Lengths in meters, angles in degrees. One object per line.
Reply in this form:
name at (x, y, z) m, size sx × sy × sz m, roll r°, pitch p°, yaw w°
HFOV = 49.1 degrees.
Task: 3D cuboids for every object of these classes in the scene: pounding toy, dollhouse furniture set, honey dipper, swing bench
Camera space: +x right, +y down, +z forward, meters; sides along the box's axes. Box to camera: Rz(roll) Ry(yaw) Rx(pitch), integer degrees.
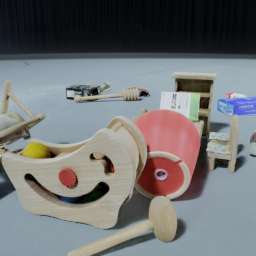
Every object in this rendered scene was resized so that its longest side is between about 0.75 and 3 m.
pounding toy at (-0.701, 0.793, 4.327) m, size 2.937 × 1.679 × 1.685 m, roll 5°, pitch 19°, yaw 16°
dollhouse furniture set at (1.594, -0.358, 7.443) m, size 2.456 × 1.862 × 2.802 m, roll 6°, pitch 19°, yaw 17°
honey dipper at (-0.985, -1.467, 12.874) m, size 2.935 × 0.557 × 0.557 m, roll -5°, pitch 19°, yaw -8°
swing bench at (-3.269, 0.256, 6.032) m, size 1.335 × 2.058 × 2.047 m, roll 45°, pitch 31°, yaw 5°

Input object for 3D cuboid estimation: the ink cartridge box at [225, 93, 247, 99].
ink cartridge box at (5.032, -1.419, 13.070) m, size 0.883 × 0.297 × 0.513 m, roll 14°, pitch 23°, yaw 36°

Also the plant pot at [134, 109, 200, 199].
plant pot at (0.681, 0.566, 5.558) m, size 1.542 × 1.542 × 1.364 m, roll 3°, pitch 27°, yaw 9°

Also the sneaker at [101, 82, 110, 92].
sneaker at (-1.318, -2.257, 15.320) m, size 0.338 × 0.453 × 1.009 m, roll 11°, pitch 21°, yaw 29°

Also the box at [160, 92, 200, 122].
box at (1.385, -0.582, 7.556) m, size 1.034 × 0.747 × 0.188 m, roll 5°, pitch -12°, yaw 15°

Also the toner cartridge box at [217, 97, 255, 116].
toner cartridge box at (4.810, -0.883, 11.197) m, size 2.184 × 0.472 × 1.038 m, roll -5°, pitch 18°, yaw -16°

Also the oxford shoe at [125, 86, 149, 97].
oxford shoe at (0.418, -1.790, 13.951) m, size 1.326 × 0.473 × 0.483 m, roll -3°, pitch 24°, yaw -8°

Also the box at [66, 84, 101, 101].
box at (-2.148, -1.722, 13.529) m, size 1.335 × 0.575 × 1.093 m, roll 6°, pitch 20°, yaw 19°

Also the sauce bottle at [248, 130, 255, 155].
sauce bottle at (3.633, 0.290, 7.608) m, size 0.550 × 0.550 × 1.700 m, roll 13°, pitch 23°, yaw 34°
